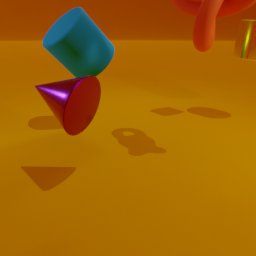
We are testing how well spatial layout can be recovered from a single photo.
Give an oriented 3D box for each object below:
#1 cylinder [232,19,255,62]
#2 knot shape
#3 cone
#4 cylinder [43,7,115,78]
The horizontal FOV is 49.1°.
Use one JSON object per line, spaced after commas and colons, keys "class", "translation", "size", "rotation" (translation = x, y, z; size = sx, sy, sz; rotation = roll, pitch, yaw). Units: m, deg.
{"class": "cylinder", "translation": [3.803, -2.586, 8.339], "size": [1.117, 1.117, 1.117], "rotation": [6, 19, -2]}
{"class": "knot shape", "translation": [1.527, -2.332, 5.094], "size": [0.914, 1.850, 1.977], "rotation": [6, 10, -23]}
{"class": "cone", "translation": [-1.144, -0.529, 4.613], "size": [1.016, 1.013, 1.013], "rotation": [23, 26, 18]}
{"class": "cylinder", "translation": [-1.278, -2.172, 7.385], "size": [1.362, 1.362, 1.362], "rotation": [-25, 43, 26]}
